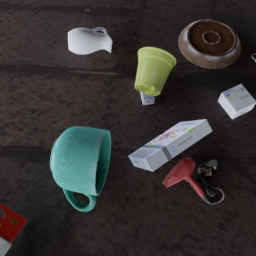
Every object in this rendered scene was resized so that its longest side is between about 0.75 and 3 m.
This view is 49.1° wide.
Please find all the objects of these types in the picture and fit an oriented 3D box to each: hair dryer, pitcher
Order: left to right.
[{"bbox_3d":[-1.760,-4.053,12.661,1.855,1.125,1.592,-4,50,-14],"label":"pitcher"},{"bbox_3d":[2.287,1.830,9.929,2.160,0.587,1.645,-1,65,1],"label":"hair dryer"}]

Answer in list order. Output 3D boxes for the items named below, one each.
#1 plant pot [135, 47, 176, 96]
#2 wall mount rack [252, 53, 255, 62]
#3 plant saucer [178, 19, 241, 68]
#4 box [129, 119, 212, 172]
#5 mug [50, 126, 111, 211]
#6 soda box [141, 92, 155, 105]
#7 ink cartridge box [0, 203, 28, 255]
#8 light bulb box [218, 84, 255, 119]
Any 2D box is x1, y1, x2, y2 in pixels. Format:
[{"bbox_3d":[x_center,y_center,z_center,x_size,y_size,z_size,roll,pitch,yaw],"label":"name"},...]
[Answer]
[{"bbox_3d":[0.922,-2.069,10.752,1.551,1.551,1.426,16,80,8],"label":"plant pot"},{"bbox_3d":[6.320,-3.237,12.506,1.326,0.494,1.152,31,67,13],"label":"wall mount rack"},{"bbox_3d":[3.825,-4.046,12.945,2.917,0.468,2.917,0,62,0],"label":"plant saucer"},{"bbox_3d":[1.408,0.561,9.780,2.494,1.944,0.513,-30,96,-15],"label":"box"},{"bbox_3d":[-1.639,1.237,9.333,1.632,2.168,2.639,9,64,7],"label":"mug"},{"bbox_3d":[0.750,-1.692,11.754,0.488,0.454,1.430,-8,64,-4],"label":"soda box"},{"bbox_3d":[-4.632,3.243,8.996,2.057,0.448,1.785,34,68,-3],"label":"ink cartridge box"},{"bbox_3d":[4.403,-1.074,11.343,1.004,0.632,1.013,-24,65,-11],"label":"light bulb box"}]
